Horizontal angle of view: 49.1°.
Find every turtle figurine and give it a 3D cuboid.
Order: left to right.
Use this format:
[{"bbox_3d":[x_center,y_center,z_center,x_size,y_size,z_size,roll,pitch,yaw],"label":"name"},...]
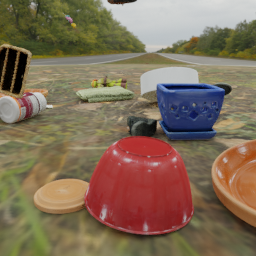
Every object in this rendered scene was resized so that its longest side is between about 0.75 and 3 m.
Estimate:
[{"bbox_3d":[-1.197,-2.609,16.556,2.276,0.909,2.823,1,16,2],"label":"turtle figurine"}]

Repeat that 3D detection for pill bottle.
[{"bbox_3d":[-3.744,-0.787,10.047,0.926,0.926,1.622,6,16,21],"label":"pill bottle"}]

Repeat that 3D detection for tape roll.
[{"bbox_3d":[1.839,-1.880,12.410,2.571,0.899,2.571,-3,-7,0],"label":"tape roll"}]

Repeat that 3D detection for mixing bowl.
[{"bbox_3d":[0.209,0.712,4.403,1.770,0.958,1.770,4,17,-1],"label":"mixing bowl"}]

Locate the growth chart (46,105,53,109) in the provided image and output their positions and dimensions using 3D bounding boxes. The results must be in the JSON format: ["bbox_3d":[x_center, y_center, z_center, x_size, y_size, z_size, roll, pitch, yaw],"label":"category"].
[{"bbox_3d":[-3.713,-0.914,12.066,0.952,0.084,0.689,-4,16,-13],"label":"growth chart"}]

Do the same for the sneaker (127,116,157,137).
[{"bbox_3d":[0.221,-0.001,7.977,0.855,0.571,1.493,5,13,23],"label":"sneaker"}]

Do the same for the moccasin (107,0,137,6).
[{"bbox_3d":[-0.184,-4.687,10.166,1.256,0.459,0.485,-28,23,-29],"label":"moccasin"}]

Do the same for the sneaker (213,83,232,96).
[{"bbox_3d":[4.233,-1.727,14.001,2.053,0.768,1.090,-6,21,7],"label":"sneaker"}]

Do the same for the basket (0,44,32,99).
[{"bbox_3d":[-3.258,-1.600,7.733,0.954,1.337,0.996,13,13,-23],"label":"basket"}]

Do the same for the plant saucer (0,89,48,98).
[{"bbox_3d":[-5.076,-1.361,12.750,2.815,0.527,2.815,-3,15,1],"label":"plant saucer"}]

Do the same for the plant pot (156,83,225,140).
[{"bbox_3d":[1.675,-0.489,8.023,1.613,1.450,1.613,-1,16,-4],"label":"plant pot"}]

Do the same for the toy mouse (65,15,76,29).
[{"bbox_3d":[-2.255,-4.179,10.809,0.158,0.724,0.814,-37,22,2],"label":"toy mouse"}]

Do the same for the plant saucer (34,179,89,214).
[{"bbox_3d":[-1.064,1.104,4.740,1.015,0.164,1.015,1,15,0],"label":"plant saucer"}]

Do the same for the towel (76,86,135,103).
[{"bbox_3d":[-1.193,-1.734,14.227,2.690,0.491,1.996,-7,18,-22],"label":"towel"}]

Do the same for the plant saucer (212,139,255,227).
[{"bbox_3d":[2.874,0.858,4.408,2.978,0.481,2.978,-8,17,3],"label":"plant saucer"}]

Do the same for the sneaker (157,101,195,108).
[{"bbox_3d":[2.147,-1.273,11.974,0.735,0.758,2.075,-25,25,-29],"label":"sneaker"}]
